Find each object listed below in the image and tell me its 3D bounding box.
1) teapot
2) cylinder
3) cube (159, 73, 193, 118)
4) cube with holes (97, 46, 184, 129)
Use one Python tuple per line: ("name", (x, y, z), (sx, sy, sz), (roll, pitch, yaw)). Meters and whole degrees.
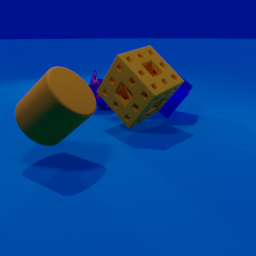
("teapot", (-0.832, -1.224, 9.158), (1.064, 0.838, 1.712), (7, 39, -51))
("cylinder", (-1.360, -0.393, 5.309), (1.105, 1.105, 1.105), (-36, 2, 28))
("cube", (1.198, -1.097, 8.443), (1.015, 1.015, 1.015), (39, 27, 3))
("cube with holes", (0.301, -1.069, 7.223), (1.325, 1.325, 1.325), (49, 46, 11))
